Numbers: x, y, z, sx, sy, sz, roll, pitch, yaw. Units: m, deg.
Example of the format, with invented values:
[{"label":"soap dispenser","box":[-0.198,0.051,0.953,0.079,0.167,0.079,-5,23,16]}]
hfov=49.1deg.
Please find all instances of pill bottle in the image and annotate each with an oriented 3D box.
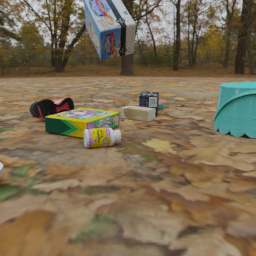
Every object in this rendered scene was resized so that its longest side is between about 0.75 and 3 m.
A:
[{"label":"pill bottle","box":[-0.816,0.298,8.913,1.123,0.585,0.585,-4,14,-17]}]

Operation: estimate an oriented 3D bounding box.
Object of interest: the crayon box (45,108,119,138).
[{"label":"crayon box","box":[-1.725,-0.240,11.006,1.958,0.662,2.270,9,16,27]}]

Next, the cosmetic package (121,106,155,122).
[{"label":"cosmetic package","box":[0.478,-0.687,13.180,1.480,0.526,0.779,8,15,30]}]

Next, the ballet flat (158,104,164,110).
[{"label":"ballet flat","box":[1.579,-1.165,15.711,0.924,0.315,0.311,-7,8,-31]}]

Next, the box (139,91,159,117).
[{"label":"box","box":[1.103,-1.262,14.395,0.930,1.072,1.753,3,14,7]}]

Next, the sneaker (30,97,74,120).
[{"label":"sneaker","box":[-3.803,-0.840,13.505,1.185,1.007,2.733,-9,4,29]}]

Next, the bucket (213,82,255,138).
[{"label":"bucket","box":[4.718,-0.794,10.777,2.746,1.787,2.746,-3,14,1]}]

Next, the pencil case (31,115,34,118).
[{"label":"pencil case","box":[-4.541,-0.754,13.875,0.376,0.376,0.859,-1,14,-6]}]

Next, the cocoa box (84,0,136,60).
[{"label":"cocoa box","box":[-0.634,-3.324,9.162,1.171,1.190,1.785,-16,60,-14]}]

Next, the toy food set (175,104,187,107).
[{"label":"toy food set","box":[3.293,-1.366,16.901,0.805,0.127,0.512,-5,14,-19]}]

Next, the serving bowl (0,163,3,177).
[{"label":"serving bowl","box":[-3.337,1.075,6.075,1.183,0.389,1.183,1,13,0]}]
